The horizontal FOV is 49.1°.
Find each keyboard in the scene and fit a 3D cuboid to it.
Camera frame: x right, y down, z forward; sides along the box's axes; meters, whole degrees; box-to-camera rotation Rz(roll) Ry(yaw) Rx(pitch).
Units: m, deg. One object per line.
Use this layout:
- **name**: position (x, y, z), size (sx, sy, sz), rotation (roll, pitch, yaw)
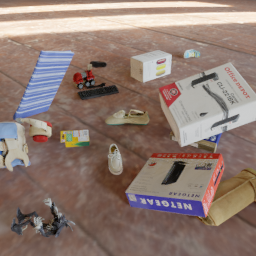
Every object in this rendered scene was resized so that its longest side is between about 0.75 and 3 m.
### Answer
- **keyboard**: position (-1.427, -1.776, 13.042), size (1.845, 0.190, 1.172), rotation (-13, 36, -20)

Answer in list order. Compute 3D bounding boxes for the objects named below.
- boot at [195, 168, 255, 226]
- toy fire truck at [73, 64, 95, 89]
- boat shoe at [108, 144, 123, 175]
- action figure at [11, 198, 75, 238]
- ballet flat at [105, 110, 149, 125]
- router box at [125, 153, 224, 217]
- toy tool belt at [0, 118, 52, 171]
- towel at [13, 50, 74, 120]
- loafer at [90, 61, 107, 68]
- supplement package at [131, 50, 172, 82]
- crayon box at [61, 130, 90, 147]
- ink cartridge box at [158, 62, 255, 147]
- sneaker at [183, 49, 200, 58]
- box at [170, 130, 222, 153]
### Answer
- **boot**: position (2.921, 1.948, 7.108), size (2.233, 0.739, 1.956), rotation (-17, 25, -26)
- **toy fire truck**: position (-2.056, -2.520, 13.263), size (1.012, 1.150, 0.740), rotation (-21, 39, -28)
- **boat shoe**: position (-0.400, 0.904, 8.776), size (0.445, 0.514, 1.205), rotation (-3, 34, -4)
- **action figure**: position (-2.024, 2.193, 6.714), size (1.428, 0.729, 0.849), rotation (-1, 23, 1)
- **ballet flat**: position (-0.033, -0.448, 10.738), size (1.703, 0.591, 0.591), rotation (-1, 34, -1)
- **router box**: position (1.283, 1.389, 7.456), size (2.093, 0.511, 1.879), rotation (-3, 28, 34)
- **toy tool belt**: position (-3.661, 0.744, 8.365), size (2.766, 1.727, 1.700), rotation (-4, 74, -1)
- **towel**: position (-2.697, -1.393, 8.918), size (0.290, 2.432, 1.760), rotation (35, 23, 7)
- **loafer**: position (-1.641, -3.551, 15.577), size (0.946, 0.346, 0.336), rotation (6, 25, -2)
- **supplement package**: position (1.180, -3.191, 14.311), size (1.900, 1.081, 1.040), rotation (-23, 39, -30)
- **crayon box**: position (-1.791, 0.351, 9.463), size (0.938, 0.242, 0.590), rotation (-2, 40, -11)
- **ink cartridge box**: position (2.623, -0.810, 9.360), size (2.676, 1.120, 1.931), rotation (-19, 53, -1)
- **sneaker**: position (3.846, -4.388, 16.659), size (0.741, 0.451, 1.134), rotation (24, 42, 33)
- **box**: position (2.738, -0.487, 10.096), size (1.608, 0.430, 2.654), rotation (17, 59, 24)
